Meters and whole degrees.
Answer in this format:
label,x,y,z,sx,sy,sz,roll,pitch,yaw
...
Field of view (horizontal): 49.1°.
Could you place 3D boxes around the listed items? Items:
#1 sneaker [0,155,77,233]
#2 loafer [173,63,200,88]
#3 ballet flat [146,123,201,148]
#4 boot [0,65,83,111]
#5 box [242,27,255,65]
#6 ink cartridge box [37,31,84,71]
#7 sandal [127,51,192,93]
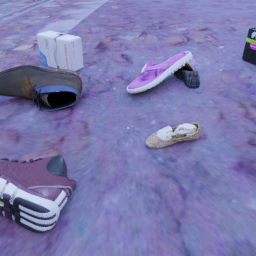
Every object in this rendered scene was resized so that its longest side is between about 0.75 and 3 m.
label,x,y,z,sx,sy,sz,roll,pitch,yaw
sneaker,-2.231,0.935,5.593,2.647,1.001,1.529,22,33,13
loafer,2.142,-2.077,10.223,0.621,0.616,1.705,-12,35,-16
ballet flat,1.155,0.123,7.037,1.485,0.485,0.524,-13,48,-16
boot,-2.818,-1.210,8.531,2.911,1.087,1.411,-6,32,-12
box,5.763,-3.193,11.222,1.130,1.350,1.818,-17,37,-23
ink cartridge box,-2.657,-3.027,11.064,1.732,1.252,0.729,20,39,28
sandal,0.996,-2.094,9.710,2.943,0.723,1.198,-36,23,-28
